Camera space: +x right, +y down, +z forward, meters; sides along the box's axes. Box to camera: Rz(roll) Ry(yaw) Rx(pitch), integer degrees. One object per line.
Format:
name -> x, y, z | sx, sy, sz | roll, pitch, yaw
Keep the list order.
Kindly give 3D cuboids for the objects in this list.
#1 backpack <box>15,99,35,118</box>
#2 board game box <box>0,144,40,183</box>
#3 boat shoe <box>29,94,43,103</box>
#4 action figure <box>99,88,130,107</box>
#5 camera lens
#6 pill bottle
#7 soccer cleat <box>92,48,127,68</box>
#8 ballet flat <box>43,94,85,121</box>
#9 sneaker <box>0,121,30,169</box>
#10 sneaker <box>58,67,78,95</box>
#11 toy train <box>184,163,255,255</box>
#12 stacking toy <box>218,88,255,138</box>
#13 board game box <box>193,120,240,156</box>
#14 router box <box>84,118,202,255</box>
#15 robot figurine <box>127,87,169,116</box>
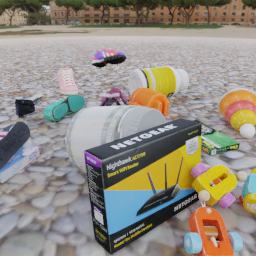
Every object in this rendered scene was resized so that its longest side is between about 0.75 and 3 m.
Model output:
backpack -> -4.423, -0.887, 12.037 | 0.778, 0.817, 0.629 | -8, 11, -27
board game box -> -3.758, 0.907, 8.229 | 1.600, 0.349, 1.608 | 9, 25, 17
boat shoe -> -4.492, -1.394, 13.692 | 0.374, 0.309, 1.000 | 9, 27, 14
action figure -> -0.746, -1.170, 11.662 | 1.511, 1.680, 2.256 | -1, 36, 13
camera lens -> -0.313, 0.342, 7.242 | 2.291, 1.832, 1.832 | 1, 19, 36
pill bottle -> 1.583, -2.269, 14.110 | 2.848, 1.585, 1.585 | -12, 26, -25
soccer cleat -> -0.633, -2.378, 9.186 | 0.545, 0.585, 1.599 | 13, -6, -39
ballet flat -> -2.785, -0.926, 12.034 | 0.831, 0.795, 2.361 | 1, 21, 25
sneaker -> -3.687, 0.648, 7.725 | 0.940, 0.804, 2.291 | -18, 19, 28
sneaker -> -3.369, -2.625, 15.429 | 0.894, 1.241, 2.374 | -8, 25, -22
toy train -> 2.245, 1.808, 5.721 | 2.926, 0.814, 2.198 | 3, 48, -19
stacking toy -> 4.256, -0.369, 10.492 | 1.508, 1.508, 2.064 | 3, 42, 7
board game box -> 2.644, 0.272, 9.870 | 1.199, 0.269, 2.289 | -7, 24, -22
router box -> 0.448, 1.054, 5.797 | 2.628, 1.960, 0.671 | -18, 23, -35
robot figurine -> 0.872, -1.047, 11.809 | 1.456, 1.181, 2.025 | -47, 41, -11
